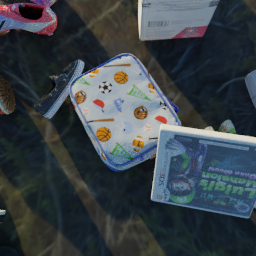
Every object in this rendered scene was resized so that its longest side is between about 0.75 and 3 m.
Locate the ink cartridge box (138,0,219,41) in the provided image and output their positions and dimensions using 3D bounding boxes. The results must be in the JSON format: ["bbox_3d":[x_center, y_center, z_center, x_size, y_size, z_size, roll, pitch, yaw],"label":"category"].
[{"bbox_3d":[1.228,-3.340,6.917,1.872,2.556,1.058,-3,75,-1],"label":"ink cartridge box"}]

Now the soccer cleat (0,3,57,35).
[{"bbox_3d":[-3.227,-3.087,7.681,2.538,0.971,0.847,5,75,1],"label":"soccer cleat"}]

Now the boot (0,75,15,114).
[{"bbox_3d":[-3.860,-1.103,7.228,1.304,0.912,2.431,-34,69,-7],"label":"boot"}]

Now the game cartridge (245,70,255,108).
[{"bbox_3d":[4.485,-0.503,7.208,1.961,0.602,2.947,-30,76,-4],"label":"game cartridge"}]

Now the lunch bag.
[{"bbox_3d":[-0.021,-0.376,6.922,2.191,1.033,2.734,-29,76,-10],"label":"lunch bag"}]

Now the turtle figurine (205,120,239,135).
[{"bbox_3d":[2.548,0.778,6.788,1.263,1.755,1.702,-37,56,13],"label":"turtle figurine"}]

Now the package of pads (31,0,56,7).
[{"bbox_3d":[-3.112,-4.472,7.827,2.346,1.413,0.887,28,72,7],"label":"package of pads"}]

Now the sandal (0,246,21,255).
[{"bbox_3d":[-3.751,3.448,6.009,2.921,0.699,1.098,-19,75,-5],"label":"sandal"}]

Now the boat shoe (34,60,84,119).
[{"bbox_3d":[-1.806,-1.118,7.257,0.589,0.622,1.778,36,82,-29],"label":"boat shoe"}]

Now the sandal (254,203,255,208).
[{"bbox_3d":[2.906,1.301,6.706,1.763,0.505,0.675,41,78,10],"label":"sandal"}]

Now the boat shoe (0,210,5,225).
[{"bbox_3d":[-3.942,2.385,6.232,2.565,0.970,0.774,-14,74,8],"label":"boat shoe"}]

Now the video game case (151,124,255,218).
[{"bbox_3d":[1.458,0.843,5.147,1.936,1.760,0.226,8,33,8],"label":"video game case"}]
